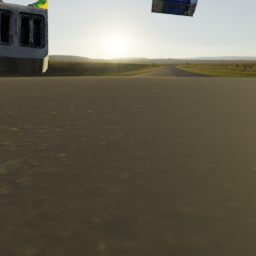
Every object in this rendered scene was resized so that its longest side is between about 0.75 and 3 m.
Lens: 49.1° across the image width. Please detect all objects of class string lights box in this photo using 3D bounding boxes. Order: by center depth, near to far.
[{"bbox_3d":[1.187,-3.226,7.232,1.144,0.337,0.588,7,-12,2],"label":"string lights box"}]

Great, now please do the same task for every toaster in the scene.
[{"bbox_3d":[-3.257,-2.541,8.058,1.851,2.048,1.215,1,-11,-20],"label":"toaster"}]

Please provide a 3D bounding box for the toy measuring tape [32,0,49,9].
[{"bbox_3d":[-3.159,-4.453,9.914,0.706,1.919,0.706,12,32,-8],"label":"toy measuring tape"}]
